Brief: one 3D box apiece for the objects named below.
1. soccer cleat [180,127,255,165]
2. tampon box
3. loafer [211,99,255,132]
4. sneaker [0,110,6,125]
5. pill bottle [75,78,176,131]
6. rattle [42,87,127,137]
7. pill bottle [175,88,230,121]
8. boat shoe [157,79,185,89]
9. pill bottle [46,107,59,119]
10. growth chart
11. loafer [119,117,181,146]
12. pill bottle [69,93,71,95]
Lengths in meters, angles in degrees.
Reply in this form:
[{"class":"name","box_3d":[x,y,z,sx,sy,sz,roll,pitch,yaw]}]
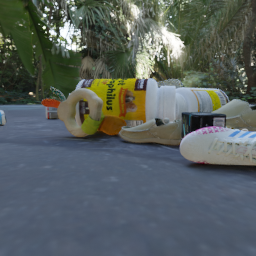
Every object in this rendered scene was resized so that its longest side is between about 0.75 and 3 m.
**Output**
[{"class":"soccer cleat","box_3d":[1.667,0.288,4.297,1.669,0.583,0.721,0,6,-6]},{"class":"tampon box","box_3d":[1.418,0.080,5.412,0.632,0.750,1.001,0,6,2]},{"class":"loafer","box_3d":[2.938,-0.323,8.053,2.937,1.003,1.111,-1,6,-5]},{"class":"sneaker","box_3d":[-5.611,-0.458,11.193,0.798,0.690,1.841,-13,13,-43]},{"class":"pill bottle","box_3d":[-0.039,-0.702,8.631,2.968,1.621,1.621,1,6,10]},{"class":"rattle","box_3d":[-1.255,-0.520,8.016,2.065,1.344,1.475,14,21,40]},{"class":"pill bottle","box_3d":[2.345,-0.724,9.993,2.568,1.403,1.403,-4,7,-35]},{"class":"boat shoe","box_3d":[1.218,-1.587,12.128,2.512,0.888,0.800,1,-5,29]},{"class":"pill bottle","box_3d":[-3.578,-0.846,14.429,1.248,0.723,0.723,-1,6,-14]},{"class":"growth chart","box_3d":[1.805,0.019,6.787,2.006,0.178,1.451,9,-6,21]},{"class":"loafer","box_3d":[0.579,0.045,6.570,1.713,0.585,0.648,3,7,26]},{"class":"pill bottle","box_3d":[-1.580,-1.324,14.459,2.697,1.529,1.529,-9,7,-7]}]
